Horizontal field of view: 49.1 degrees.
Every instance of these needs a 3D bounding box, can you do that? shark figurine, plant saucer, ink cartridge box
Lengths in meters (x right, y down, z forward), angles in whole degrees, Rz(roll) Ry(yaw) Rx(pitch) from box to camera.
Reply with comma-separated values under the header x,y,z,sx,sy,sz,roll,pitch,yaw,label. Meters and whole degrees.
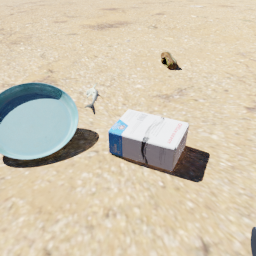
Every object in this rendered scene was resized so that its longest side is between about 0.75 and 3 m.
x,y,z,sx,sy,sz,roll,pitch,yaw,label
-0.943,-0.904,8.304,0.441,0.632,1.057,34,24,-31,shark figurine
-2.920,-0.229,8.570,2.794,0.383,2.794,4,58,-6,plant saucer
0.617,0.294,8.172,1.978,0.833,1.430,14,36,21,ink cartridge box

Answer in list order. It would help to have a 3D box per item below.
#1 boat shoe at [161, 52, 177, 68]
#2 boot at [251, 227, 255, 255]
x,y,z,sx,sy,sz,roll,pitch,yaw,label
1.961,-3.525,14.354,0.528,0.559,1.554,-9,34,-16,boat shoe
2.786,2.582,4.687,1.032,0.795,2.129,4,31,11,boot
